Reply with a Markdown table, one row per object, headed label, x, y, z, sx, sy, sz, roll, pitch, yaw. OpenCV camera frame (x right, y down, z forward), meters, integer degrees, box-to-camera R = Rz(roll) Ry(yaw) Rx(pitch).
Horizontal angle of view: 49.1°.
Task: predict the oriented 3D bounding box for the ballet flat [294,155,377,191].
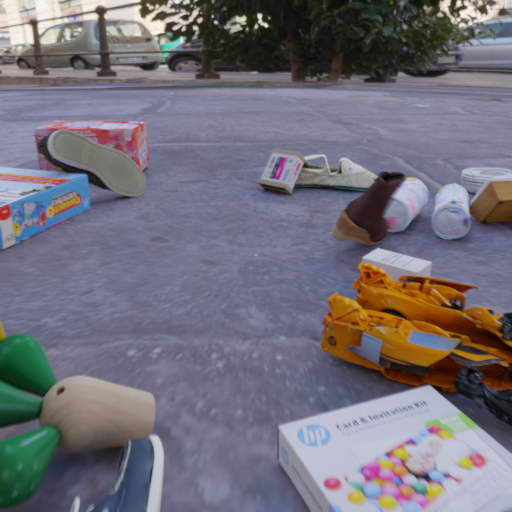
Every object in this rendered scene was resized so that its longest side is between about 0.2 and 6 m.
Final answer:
| label | x | y | z | sx | sy | sz | roll | pitch | yaw |
| --- | --- | --- | --- | --- | --- | --- | --- | --- | --- |
| ballet flat | 2.031 | -2.237 | 14.968 | 2.778 | 0.866 | 0.937 | 4 | 22 | 9 |

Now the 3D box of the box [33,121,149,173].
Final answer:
| label | x | y | z | sx | sy | sz | roll | pitch | yaw |
| --- | --- | --- | --- | --- | --- | --- | --- | --- | --- |
| box | -4.815 | -3.200 | 16.624 | 2.956 | 1.411 | 1.474 | 2 | 22 | 5 |

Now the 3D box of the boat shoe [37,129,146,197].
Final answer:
| label | x | y | z | sx | sy | sz | roll | pitch | yaw |
| --- | --- | --- | --- | --- | --- | --- | --- | --- | --- |
| boat shoe | -3.944 | -2.222 | 13.672 | 0.838 | 0.992 | 2.784 | 1 | -18 | 41 |

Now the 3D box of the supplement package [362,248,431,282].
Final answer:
| label | x | y | z | sx | sy | sz | roll | pitch | yaw |
| --- | --- | --- | --- | --- | --- | --- | --- | --- | --- |
| supplement package | 2.214 | 0.318 | 8.950 | 0.947 | 0.574 | 0.567 | 17 | 27 | 35 |

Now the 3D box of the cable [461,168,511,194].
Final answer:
| label | x | y | z | sx | sy | sz | roll | pitch | yaw |
| --- | --- | --- | --- | --- | --- | --- | --- | --- | --- |
| cable | 6.197 | -1.969 | 14.770 | 1.522 | 0.527 | 1.522 | -1 | 21 | 2 |

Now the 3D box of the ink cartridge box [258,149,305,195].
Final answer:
| label | x | y | z | sx | sy | sz | roll | pitch | yaw |
| --- | --- | --- | --- | --- | --- | --- | --- | --- | --- |
| ink cartridge box | 0.670 | -2.217 | 14.672 | 0.883 | 1.072 | 0.403 | 14 | -14 | 36 |

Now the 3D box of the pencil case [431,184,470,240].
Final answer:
| label | x | y | z | sx | sy | sz | roll | pitch | yaw |
| --- | --- | --- | --- | --- | --- | --- | --- | --- | --- |
| pencil case | 4.122 | -0.964 | 11.845 | 0.743 | 0.811 | 1.788 | -8 | 16 | 23 |

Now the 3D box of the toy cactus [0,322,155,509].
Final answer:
| label | x | y | z | sx | sy | sz | roll | pitch | yaw |
| --- | --- | --- | --- | --- | --- | --- | --- | --- | --- |
| toy cactus | -2.271 | 1.572 | 5.197 | 2.573 | 1.594 | 3.118 | 11 | 13 | -24 |

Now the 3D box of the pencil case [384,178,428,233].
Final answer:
| label | x | y | z | sx | sy | sz | roll | pitch | yaw |
| --- | --- | --- | --- | --- | --- | --- | --- | --- | --- |
| pencil case | 3.166 | -1.146 | 12.210 | 0.781 | 0.853 | 1.880 | -31 | 4 | 35 |

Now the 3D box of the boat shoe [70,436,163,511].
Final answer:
| label | x | y | z | sx | sy | sz | roll | pitch | yaw |
| --- | --- | --- | --- | --- | --- | --- | --- | --- | --- |
| boat shoe | -1.101 | 2.187 | 3.988 | 0.712 | 0.863 | 2.304 | 9 | 30 | -8 |

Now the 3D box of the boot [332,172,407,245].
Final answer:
| label | x | y | z | sx | sy | sz | roll | pitch | yaw |
| --- | --- | --- | --- | --- | --- | --- | --- | --- | --- |
| boot | 2.356 | -0.901 | 10.528 | 1.826 | 1.519 | 0.660 | -9 | 55 | -49 |

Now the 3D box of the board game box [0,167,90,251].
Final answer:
| label | x | y | z | sx | sy | sz | roll | pitch | yaw |
| --- | --- | --- | --- | --- | --- | --- | --- | --- | --- |
| board game box | -5.816 | -1.165 | 12.284 | 3.065 | 0.857 | 3.001 | 7 | 22 | 17 |

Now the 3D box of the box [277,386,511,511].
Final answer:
| label | x | y | z | sx | sy | sz | roll | pitch | yaw |
| --- | --- | --- | --- | --- | --- | --- | --- | --- | --- |
| box | 1.460 | 2.077 | 4.697 | 1.804 | 0.476 | 2.314 | -8 | 22 | -20 |

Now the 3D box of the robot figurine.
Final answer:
| label | x | y | z | sx | sy | sz | roll | pitch | yaw |
| --- | --- | --- | --- | --- | --- | --- | --- | --- | --- |
| robot figurine | 2.540 | 0.972 | 6.833 | 3.189 | 0.928 | 2.312 | 11 | 26 | 25 |

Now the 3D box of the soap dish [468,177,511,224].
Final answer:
| label | x | y | z | sx | sy | sz | roll | pitch | yaw |
| --- | --- | --- | --- | --- | --- | --- | --- | --- | --- |
| soap dish | 5.509 | -1.190 | 12.059 | 1.485 | 1.169 | 0.603 | -3 | 63 | -7 |
